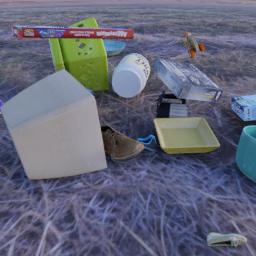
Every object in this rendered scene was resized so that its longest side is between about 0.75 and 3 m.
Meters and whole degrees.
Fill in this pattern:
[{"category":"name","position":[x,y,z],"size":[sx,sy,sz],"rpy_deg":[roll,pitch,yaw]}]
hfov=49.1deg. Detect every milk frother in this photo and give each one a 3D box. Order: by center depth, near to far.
[{"category":"milk frother","position":[1.849,-0.851,11.583],"size":[1.337,1.283,1.422],"rpy_deg":[4,4,8]}]

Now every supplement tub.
[{"category":"supplement tub","position":[0.154,-2.704,14.429],"size":[1.718,1.718,2.370],"rpy_deg":[6,32,10]}]

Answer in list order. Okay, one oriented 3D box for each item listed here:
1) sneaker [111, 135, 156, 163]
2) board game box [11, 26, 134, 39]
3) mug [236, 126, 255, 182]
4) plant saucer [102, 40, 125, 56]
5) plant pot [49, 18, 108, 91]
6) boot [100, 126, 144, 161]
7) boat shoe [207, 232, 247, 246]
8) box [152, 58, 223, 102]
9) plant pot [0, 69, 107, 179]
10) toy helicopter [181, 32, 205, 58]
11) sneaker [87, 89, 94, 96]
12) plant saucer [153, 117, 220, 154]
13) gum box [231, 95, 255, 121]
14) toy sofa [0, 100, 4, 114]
[{"category":"sneaker","position":[0.195,0.700,9.802],"size":[1.723,0.706,0.631],"rpy_deg":[-16,38,-22]},{"category":"board game box","position":[-1.437,-2.473,7.260],"size":[2.836,0.276,1.460],"rpy_deg":[-8,23,-24]},{"category":"mug","position":[4.316,0.977,8.391],"size":[1.891,1.423,2.302],"rpy_deg":[8,21,1]},{"category":"plant saucer","position":[-1.678,-5.912,20.846],"size":[2.948,0.530,2.948],"rpy_deg":[0,31,0]},{"category":"plant pot","position":[-2.499,-3.484,14.208],"size":[2.484,2.738,2.724],"rpy_deg":[-14,61,-9]},{"category":"boot","position":[-0.400,0.453,9.296],"size":[0.860,0.882,2.336],"rpy_deg":[-38,24,-27]},{"category":"boat shoe","position":[2.398,2.758,6.806],"size":[0.923,0.337,0.290],"rpy_deg":[4,41,9]},{"category":"box","position":[2.417,-2.021,11.639],"size":[1.989,0.607,2.512],"rpy_deg":[2,35,-26]},{"category":"plant pot","position":[-2.511,0.040,9.107],"size":[2.439,2.755,2.752],"rpy_deg":[-21,37,-22]},{"category":"toy helicopter","position":[2.545,-3.614,11.811],"size":[0.608,1.019,1.541],"rpy_deg":[-32,24,3]},{"category":"sneaker","position":[-2.269,-1.100,12.814],"size":[0.828,0.746,2.126],"rpy_deg":[29,48,35]},{"category":"plant saucer","position":[2.107,0.322,10.620],"size":[2.093,0.507,2.094],"rpy_deg":[-1,31,-3]},{"category":"gum box","position":[5.966,-0.965,11.641],"size":[2.750,0.613,2.336],"rpy_deg":[-5,15,10]},{"category":"toy sofa","position":[-5.845,-0.826,12.532],"size":[0.409,0.482,0.989],"rpy_deg":[15,34,23]}]
